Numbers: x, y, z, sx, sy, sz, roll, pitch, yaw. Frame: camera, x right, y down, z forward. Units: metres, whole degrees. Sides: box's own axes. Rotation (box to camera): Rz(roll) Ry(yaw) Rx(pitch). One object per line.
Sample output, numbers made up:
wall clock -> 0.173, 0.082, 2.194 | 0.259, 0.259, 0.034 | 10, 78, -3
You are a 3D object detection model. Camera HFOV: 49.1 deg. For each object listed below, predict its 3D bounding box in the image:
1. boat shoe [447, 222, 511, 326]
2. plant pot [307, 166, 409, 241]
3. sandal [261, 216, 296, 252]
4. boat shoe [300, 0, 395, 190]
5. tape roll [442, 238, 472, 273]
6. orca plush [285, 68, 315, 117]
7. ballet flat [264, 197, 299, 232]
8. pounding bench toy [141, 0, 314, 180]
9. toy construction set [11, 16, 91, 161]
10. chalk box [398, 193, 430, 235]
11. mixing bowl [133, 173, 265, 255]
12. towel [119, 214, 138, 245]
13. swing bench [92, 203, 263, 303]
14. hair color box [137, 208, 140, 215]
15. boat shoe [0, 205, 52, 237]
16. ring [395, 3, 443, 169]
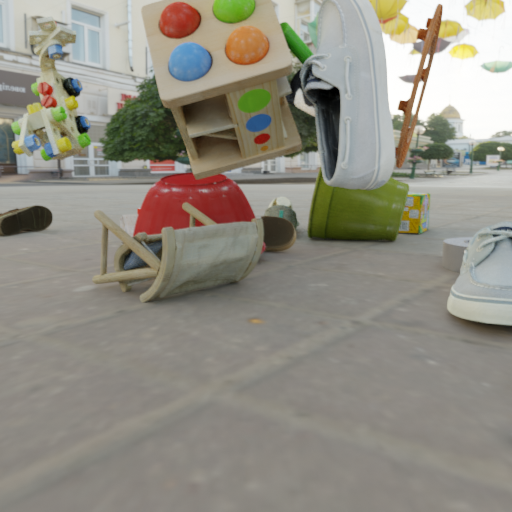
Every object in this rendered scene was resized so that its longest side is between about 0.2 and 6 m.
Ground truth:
boat shoe -> 2.875, 0.100, 6.714 | 1.010, 1.031, 2.895 | 4, 10, 21
plant pot -> 2.345, -1.169, 12.591 | 1.939, 2.014, 2.014 | 14, 12, 13
sandal -> -0.448, -0.438, 11.580 | 2.669, 0.979, 0.878 | 10, -20, 16
boat shoe -> 1.041, -2.159, 7.176 | 0.925, 2.701, 0.972 | -5, 0, -23
tape roll -> 3.774, -0.003, 9.185 | 1.370, 0.452, 1.370 | 0, 10, 0
orca plush -> 1.873, -3.689, 12.087 | 2.484, 1.678, 4.722 | 29, 16, 6
ballet flat -> 0.659, -1.038, 14.080 | 0.968, 0.915, 2.872 | 6, 9, 0
pounding bench toy -> 0.034, -2.570, 7.645 | 2.629, 1.633, 2.051 | -16, -24, 0
toy construction set -> -3.408, -2.628, 9.320 | 1.100, 2.388, 1.566 | -3, -8, 14
chalk box -> 3.911, -1.143, 14.487 | 1.007, 1.002, 1.619 | 5, 11, 25
mixing bowl -> -1.068, -0.726, 9.888 | 2.438, 1.320, 2.438 | -1, 19, 1
towel -> -2.183, -0.560, 11.853 | 1.367, 0.236, 0.906 | -4, 46, -14
swing bench -> -1.068, -0.049, 7.689 | 1.693, 1.099, 1.684 | 15, 17, 41
hair color box -> -2.318, -1.091, 15.614 | 1.764, 0.540, 0.895 | -7, 11, -33
boat shoe -> -5.990, -0.925, 14.143 | 0.648, 0.686, 1.907 | 4, 10, 20
ring -> 2.306, -2.425, 8.138 | 0.222, 2.312, 2.312 | 16, 13, 14
